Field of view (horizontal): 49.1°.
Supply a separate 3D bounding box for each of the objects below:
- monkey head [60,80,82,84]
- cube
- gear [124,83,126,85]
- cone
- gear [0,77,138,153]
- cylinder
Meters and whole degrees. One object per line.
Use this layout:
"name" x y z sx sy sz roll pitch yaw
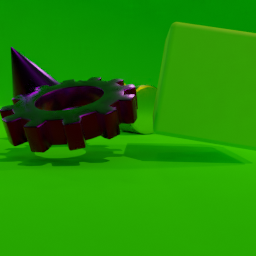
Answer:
"monkey head" -1.674 -0.564 7.081 1.211 1.014 1.683 40 47 20
"cube" 1.085 -0.565 3.827 1.310 1.310 1.310 9 11 3
"gear" 0.104 -0.931 10.040 0.302 1.632 1.632 -34 -2 11
"cone" -1.836 -0.822 5.368 1.540 1.546 1.540 -16 30 10
"gear" -0.774 -0.276 3.882 1.800 0.333 1.800 -6 26 3
"cylinder" 0.173 -0.460 6.884 1.137 1.137 1.137 -3 6 -33
